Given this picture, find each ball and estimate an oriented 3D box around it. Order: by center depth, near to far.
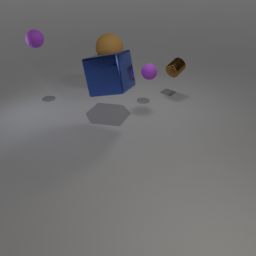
[{"bbox_3d":[-3.675,-3.521,11.044,0.700,0.700,0.700,0,29,0],"label":"ball"},{"bbox_3d":[0.928,-2.465,12.263,0.700,0.700,0.700,0,29,0],"label":"ball"},{"bbox_3d":[-0.946,-4.097,14.269,1.400,1.400,1.400,0,29,0],"label":"ball"}]

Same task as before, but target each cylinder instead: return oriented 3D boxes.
[{"bbox_3d":[2.280,-2.890,13.393,0.700,0.700,0.700,26,60,38],"label":"cylinder"}]

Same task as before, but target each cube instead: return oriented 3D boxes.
[{"bbox_3d":[-0.676,-2.062,10.518,1.400,1.400,1.400,-3,20,22],"label":"cube"}]
